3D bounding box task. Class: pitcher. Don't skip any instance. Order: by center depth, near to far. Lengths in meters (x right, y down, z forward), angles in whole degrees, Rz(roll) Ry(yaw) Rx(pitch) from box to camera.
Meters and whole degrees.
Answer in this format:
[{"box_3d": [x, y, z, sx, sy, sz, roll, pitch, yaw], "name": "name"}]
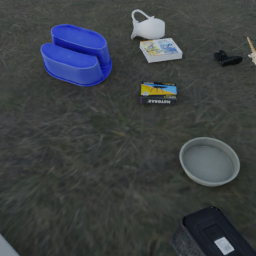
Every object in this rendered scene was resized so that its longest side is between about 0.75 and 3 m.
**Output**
[{"box_3d": [0.884, -4.594, 12.483, 1.468, 1.259, 0.890, 1, 25, 2], "name": "pitcher"}]

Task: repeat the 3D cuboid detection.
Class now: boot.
[{"box_3d": [4.081, -2.917, 11.453, 0.952, 0.364, 0.800, -14, 51, -5], "name": "boot"}]

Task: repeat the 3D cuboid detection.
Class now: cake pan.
[{"box_3d": [2.232, 0.944, 7.779, 1.617, 0.297, 1.617, 0, 46, 0], "name": "cake pan"}]

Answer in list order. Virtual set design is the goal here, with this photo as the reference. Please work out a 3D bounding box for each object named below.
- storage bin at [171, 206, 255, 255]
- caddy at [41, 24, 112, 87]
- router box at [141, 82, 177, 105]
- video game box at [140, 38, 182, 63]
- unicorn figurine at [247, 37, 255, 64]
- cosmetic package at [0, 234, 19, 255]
[{"box_3d": [1.777, 2.523, 5.650, 1.092, 0.757, 1.615, -9, 42, -30], "name": "storage bin"}, {"box_3d": [-1.926, -2.631, 10.496, 2.663, 1.398, 1.883, 19, 69, 7], "name": "caddy"}, {"box_3d": [1.077, -1.227, 9.860, 1.231, 0.314, 0.918, 2, 46, 2], "name": "router box"}, {"box_3d": [1.374, -3.303, 11.830, 1.454, 0.340, 1.325, -10, 42, -11], "name": "video game box"}, {"box_3d": [5.771, -2.091, 10.323, 2.965, 1.095, 2.037, 14, 36, -6], "name": "unicorn figurine"}, {"box_3d": [-2.620, 2.982, 5.191, 2.788, 1.257, 1.489, 28, 49, 27], "name": "cosmetic package"}]
